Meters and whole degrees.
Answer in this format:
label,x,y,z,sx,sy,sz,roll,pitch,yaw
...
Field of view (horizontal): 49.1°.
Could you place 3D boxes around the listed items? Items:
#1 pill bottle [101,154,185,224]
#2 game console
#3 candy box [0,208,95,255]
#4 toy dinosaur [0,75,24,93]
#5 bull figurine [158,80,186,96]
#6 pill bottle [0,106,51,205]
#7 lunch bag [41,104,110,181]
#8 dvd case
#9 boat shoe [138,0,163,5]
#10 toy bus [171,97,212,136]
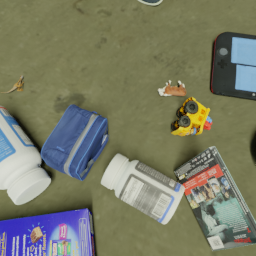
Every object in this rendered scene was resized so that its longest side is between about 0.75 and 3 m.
label,x,y,z,sx,sy,sz,roll,pitch,yaw
pill bottle,0.374,1.599,7.633,2.050,1.166,1.166,28,71,10
game console,4.257,-2.071,9.479,2.740,0.425,2.423,9,69,4
candy box,-2.182,3.364,6.957,2.678,1.031,2.264,-6,63,-5
toy dinosaur,-3.730,-1.364,9.335,0.485,0.276,0.913,21,63,34
bull figurine,1.451,-1.276,9.229,0.931,0.303,0.565,7,69,3
pill bottle,-3.372,0.754,7.808,1.491,1.491,2.657,-38,73,-13
lunch bag,-1.328,0.400,8.003,1.335,1.371,2.018,25,69,8
dvd case,2.182,1.848,7.144,0.258,1.713,2.346,-11,67,-29
boat shoe,0.410,-5.635,10.684,0.902,0.745,2.408,-36,73,-13
toy bus,2.030,-0.170,8.618,1.142,0.807,1.190,29,73,-6
